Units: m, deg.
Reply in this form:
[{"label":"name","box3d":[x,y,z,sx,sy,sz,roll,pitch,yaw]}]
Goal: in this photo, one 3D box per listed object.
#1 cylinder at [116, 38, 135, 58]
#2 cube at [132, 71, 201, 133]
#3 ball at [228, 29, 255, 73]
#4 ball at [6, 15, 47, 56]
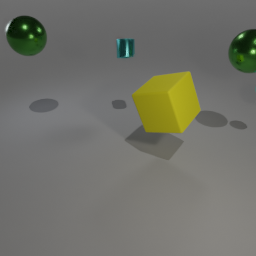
[{"label":"cylinder","box3d":[-0.091,-3.034,10.715,0.700,0.700,0.700,-1,13,0]},{"label":"cube","box3d":[1.230,-0.791,8.815,1.400,1.400,1.400,1,33,42]},{"label":"ball","box3d":[4.017,-2.498,9.156,1.400,1.400,1.400,0,30,0]},{"label":"ball","box3d":[-3.649,-3.314,10.118,1.400,1.400,1.400,0,30,0]}]
